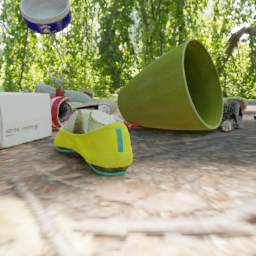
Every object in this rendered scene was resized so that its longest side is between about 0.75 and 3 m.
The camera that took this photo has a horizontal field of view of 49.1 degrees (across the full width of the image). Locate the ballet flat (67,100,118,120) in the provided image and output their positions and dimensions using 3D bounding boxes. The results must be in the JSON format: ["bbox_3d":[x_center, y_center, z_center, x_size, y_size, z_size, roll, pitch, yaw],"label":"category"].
[{"bbox_3d":[-1.444,-0.609,11.063,2.476,0.835,0.772,-7,37,-22],"label":"ballet flat"}]

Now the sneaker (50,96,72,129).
[{"bbox_3d":[-2.359,-0.493,8.487,1.564,0.991,2.781,4,5,-2],"label":"sneaker"}]

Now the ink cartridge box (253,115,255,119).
[{"bbox_3d":[5.377,-0.432,10.987,1.175,0.218,0.556,-3,8,-39],"label":"ink cartridge box"}]

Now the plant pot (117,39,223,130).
[{"bbox_3d":[1.020,-0.918,8.004,2.557,2.393,2.393,-13,-2,37],"label":"plant pot"}]

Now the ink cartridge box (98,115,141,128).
[{"bbox_3d":[-0.283,-0.210,8.765,1.378,0.326,1.103,-1,7,2],"label":"ink cartridge box"}]

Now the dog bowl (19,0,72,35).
[{"bbox_3d":[-2.146,-3.078,7.382,1.271,1.271,0.500,0,-31,-2],"label":"dog bowl"}]

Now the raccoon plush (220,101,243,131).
[{"bbox_3d":[2.657,-0.341,8.318,1.130,0.816,1.686,-4,3,37],"label":"raccoon plush"}]

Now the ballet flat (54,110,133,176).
[{"bbox_3d":[-0.613,0.099,4.476,0.787,0.789,2.354,-4,8,-28],"label":"ballet flat"}]

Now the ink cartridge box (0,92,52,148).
[{"bbox_3d":[-3.265,-0.260,6.175,2.553,1.082,1.859,4,8,16],"label":"ink cartridge box"}]

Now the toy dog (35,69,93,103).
[{"bbox_3d":[-2.617,-1.128,11.935,2.660,1.281,1.754,27,43,-14],"label":"toy dog"}]

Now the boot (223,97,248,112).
[{"bbox_3d":[3.739,-0.874,11.994,2.326,0.838,1.799,-2,4,35],"label":"boot"}]
